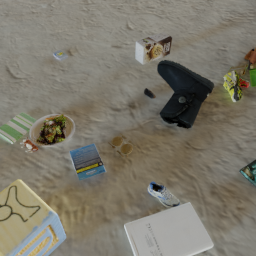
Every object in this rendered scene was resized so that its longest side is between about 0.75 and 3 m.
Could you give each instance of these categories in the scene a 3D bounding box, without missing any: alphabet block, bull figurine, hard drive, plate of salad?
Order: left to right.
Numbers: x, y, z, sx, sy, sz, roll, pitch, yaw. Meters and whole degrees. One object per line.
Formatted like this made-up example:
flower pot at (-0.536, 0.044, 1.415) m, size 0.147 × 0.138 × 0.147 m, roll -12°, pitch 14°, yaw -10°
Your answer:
alphabet block at (-2.903, 2.712, 7.579) m, size 1.652 × 1.623 × 1.614 m, roll 32°, pitch 53°, yaw 27°
bull figurine at (-3.720, 0.641, 10.457) m, size 0.778 × 0.253 × 0.472 m, roll 31°, pitch 34°, yaw 22°
plate of salad at (-2.974, 0.005, 11.001) m, size 1.771 × 0.425 × 1.771 m, roll 1°, pitch 47°, yaw -1°
hard drive at (1.142, 3.122, 8.109) m, size 2.166 × 0.289 × 1.428 m, roll -15°, pitch 48°, yaw -13°

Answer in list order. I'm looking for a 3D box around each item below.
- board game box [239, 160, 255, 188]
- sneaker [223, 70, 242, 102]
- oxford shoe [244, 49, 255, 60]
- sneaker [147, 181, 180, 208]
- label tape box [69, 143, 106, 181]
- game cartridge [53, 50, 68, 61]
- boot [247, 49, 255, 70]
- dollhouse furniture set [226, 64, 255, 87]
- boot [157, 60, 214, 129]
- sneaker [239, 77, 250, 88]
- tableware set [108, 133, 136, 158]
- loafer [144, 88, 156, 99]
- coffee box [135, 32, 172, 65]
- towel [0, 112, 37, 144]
board game box at (4.766, 1.497, 9.719) m, size 1.508 × 0.212 × 1.020 m, roll -24°, pitch 51°, yaw -22°
sneaker at (4.739, -1.827, 12.743) m, size 0.662 × 0.654 × 1.734 m, roll -18°, pitch 45°, yaw 34°
oxford shoe at (6.438, -3.902, 14.810) m, size 0.352 × 0.352 × 0.986 m, roll 27°, pitch 54°, yaw 22°
sneaker at (1.125, 2.111, 8.934) m, size 1.169 × 0.498 × 0.450 m, roll 27°, pitch 52°, yaw 23°
label tape box at (-1.406, 1.262, 9.798) m, size 0.959 × 0.442 × 1.338 m, roll -17°, pitch 51°, yaw -15°
game cartridge at (-3.621, -3.870, 14.916) m, size 0.540 × 0.164 × 0.810 m, roll -35°, pitch 55°, yaw -24°
boot at (7.052, -4.121, 13.507) m, size 2.361 × 2.508 × 0.859 m, roll -12°, pitch 47°, yaw -11°
dollhouse furniture set at (5.683, -2.522, 13.471) m, size 1.636 × 0.821 × 1.072 m, roll -1°, pitch 30°, yaw 39°
boot at (1.863, -1.377, 11.382) m, size 2.647 × 1.011 × 2.224 m, roll 31°, pitch 75°, yaw 18°
sneaker at (5.267, -2.128, 13.134) m, size 0.847 × 0.326 × 0.360 m, roll 21°, pitch 56°, yaw 20°
tableware set at (-0.214, 0.674, 10.528) m, size 0.676 × 0.205 × 1.023 m, roll -38°, pitch 50°, yaw -17°
loafer at (0.987, -1.529, 12.637) m, size 0.268 × 0.276 × 0.756 m, roll 12°, pitch 30°, yaw -43°
coffee box at (1.331, -4.165, 14.576) m, size 1.830 × 1.034 × 0.730 m, roll -26°, pitch 52°, yaw -22°
towel at (-4.430, -0.025, 11.226) m, size 1.074 × 0.165 × 1.408 m, roll 27°, pitch 50°, yaw 22°
